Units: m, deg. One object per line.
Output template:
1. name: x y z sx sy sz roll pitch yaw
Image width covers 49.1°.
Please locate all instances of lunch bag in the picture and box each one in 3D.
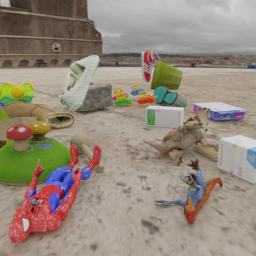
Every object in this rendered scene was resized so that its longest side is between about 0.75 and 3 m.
1. lunch bag: -2.051 -1.534 13.619 2.137 1.256 1.753 7 16 43

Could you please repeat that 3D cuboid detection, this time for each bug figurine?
1. bug figurine: 0.271 -1.680 15.076 2.216 0.735 2.858 -8 20 -7

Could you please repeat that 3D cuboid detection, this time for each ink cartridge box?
1. ink cartridge box: 3.925 -0.710 12.024 1.396 0.491 2.339 -4 13 -12
2. ink cartridge box: 2.684 0.660 6.513 0.734 0.753 1.172 -8 18 -28

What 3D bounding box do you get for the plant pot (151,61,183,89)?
1. plant pot: 2.888 -3.762 20.718 2.043 2.121 2.121 13 16 0

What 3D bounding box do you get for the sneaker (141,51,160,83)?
1. sneaker: 0.978 -2.584 11.817 0.734 1.304 0.465 2 17 33

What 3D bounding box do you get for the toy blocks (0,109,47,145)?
1. toy blocks: -3.546 0.043 8.452 2.266 1.132 1.549 -6 1 8

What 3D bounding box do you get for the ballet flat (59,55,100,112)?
1. ballet flat: -1.500 -1.605 8.743 0.870 0.870 2.426 3 52 11

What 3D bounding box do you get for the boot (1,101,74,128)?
1. boot: -3.515 -0.497 10.724 2.069 0.781 2.362 -12 20 -36

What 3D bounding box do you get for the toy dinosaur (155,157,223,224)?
1. toy dinosaur: 1.282 1.158 5.031 1.499 0.787 1.361 10 34 -5

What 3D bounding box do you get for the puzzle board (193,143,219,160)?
1. puzzle board: 2.703 0.637 7.826 1.417 0.123 1.068 -5 15 -18

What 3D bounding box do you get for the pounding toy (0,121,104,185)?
1. pounding toy: -2.027 0.368 6.767 2.555 1.185 1.972 -6 17 -20

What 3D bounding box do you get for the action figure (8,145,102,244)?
1. action figure: -1.288 1.044 5.164 0.934 0.738 2.855 5 23 10

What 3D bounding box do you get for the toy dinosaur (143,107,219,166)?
1. toy dinosaur: 1.499 0.269 7.733 2.381 1.022 1.614 -19 10 -12

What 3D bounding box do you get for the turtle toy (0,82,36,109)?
1. turtle toy: -5.493 -1.339 12.715 2.585 1.307 1.884 -1 15 -1

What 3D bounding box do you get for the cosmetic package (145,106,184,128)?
1. cosmetic package: 1.379 -0.423 10.528 1.345 0.724 0.571 4 15 19

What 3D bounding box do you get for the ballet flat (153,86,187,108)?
1. ballet flat: 2.162 -1.486 14.499 0.899 0.951 2.823 24 8 -21
